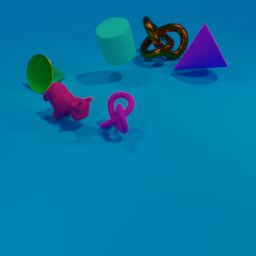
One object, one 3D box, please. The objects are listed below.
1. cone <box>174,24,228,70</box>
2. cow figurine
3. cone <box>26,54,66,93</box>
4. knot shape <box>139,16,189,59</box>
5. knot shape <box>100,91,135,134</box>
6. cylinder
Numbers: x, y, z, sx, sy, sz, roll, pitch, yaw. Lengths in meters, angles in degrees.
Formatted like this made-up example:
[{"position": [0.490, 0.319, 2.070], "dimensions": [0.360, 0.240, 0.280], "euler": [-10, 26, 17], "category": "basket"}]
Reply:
[{"position": [2.219, -2.340, 9.343], "dimensions": [1.577, 1.572, 1.572], "euler": [-28, 28, 22], "category": "cone"}, {"position": [-1.515, -0.693, 7.024], "dimensions": [0.695, 1.247, 1.267], "euler": [-28, 83, -44], "category": "cow figurine"}, {"position": [-2.402, -1.712, 8.978], "dimensions": [1.160, 1.160, 1.164], "euler": [22, 17, 28], "category": "cone"}, {"position": [1.181, -3.462, 10.623], "dimensions": [2.031, 0.938, 1.900], "euler": [-25, 72, -26], "category": "knot shape"}, {"position": [-0.223, -0.399, 6.726], "dimensions": [0.497, 1.006, 1.075], "euler": [21, -11, -30], "category": "knot shape"}, {"position": [-0.368, -2.698, 8.762], "dimensions": [1.058, 1.058, 1.058], "euler": [-8, 52, 10], "category": "cylinder"}]
